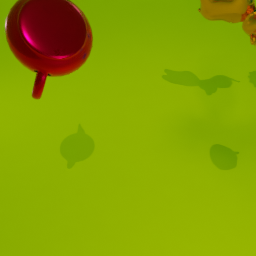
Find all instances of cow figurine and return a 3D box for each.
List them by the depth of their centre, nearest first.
[{"bbox_3d":[2.376,-2.559,6.181,1.608,1.582,0.882,3,48,26],"label":"cow figurine"}]

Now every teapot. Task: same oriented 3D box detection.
[{"bbox_3d":[-0.848,-0.999,3.054,0.886,0.697,1.424,14,77,-22],"label":"teapot"}]
